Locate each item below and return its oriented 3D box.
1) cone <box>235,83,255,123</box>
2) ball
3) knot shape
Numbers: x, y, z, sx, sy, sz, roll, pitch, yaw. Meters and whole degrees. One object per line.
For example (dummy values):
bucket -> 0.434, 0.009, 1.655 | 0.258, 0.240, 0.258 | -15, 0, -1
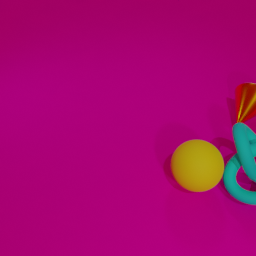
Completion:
cone -> 3.638, -0.530, 8.674 | 1.222, 1.222, 1.226 | 28, 69, 24
ball -> 1.655, 0.901, 6.736 | 1.239, 1.239, 1.239 | 0, 47, 0
knot shape -> 3.107, 0.951, 6.822 | 1.975, 0.912, 1.848 | 30, 76, -11
